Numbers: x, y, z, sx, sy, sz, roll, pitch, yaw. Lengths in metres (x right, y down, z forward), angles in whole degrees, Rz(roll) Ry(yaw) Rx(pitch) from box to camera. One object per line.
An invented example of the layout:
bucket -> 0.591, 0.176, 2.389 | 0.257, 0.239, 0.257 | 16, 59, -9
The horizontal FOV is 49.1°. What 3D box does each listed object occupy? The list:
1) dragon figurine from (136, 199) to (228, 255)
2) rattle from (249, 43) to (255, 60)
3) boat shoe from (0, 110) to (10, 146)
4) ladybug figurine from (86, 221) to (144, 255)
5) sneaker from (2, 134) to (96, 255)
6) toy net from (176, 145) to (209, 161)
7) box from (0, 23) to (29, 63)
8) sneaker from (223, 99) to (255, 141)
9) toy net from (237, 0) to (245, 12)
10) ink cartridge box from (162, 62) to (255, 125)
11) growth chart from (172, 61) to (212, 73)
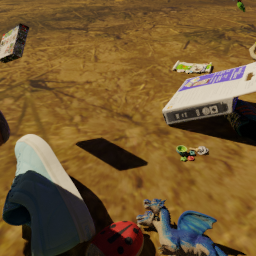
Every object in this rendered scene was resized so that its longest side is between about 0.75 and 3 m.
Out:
dragon figurine -> 1.051, 1.722, 4.414 | 2.050, 0.603, 1.019 | 9, 34, 16
rattle -> 5.964, -3.015, 12.049 | 0.953, 1.046, 1.464 | -35, 55, 4
boat shoe -> -2.949, -0.407, 3.963 | 2.744, 1.039, 0.985 | 29, 54, 8
ladybug figurine -> -0.192, 1.834, 4.432 | 0.743, 0.394, 1.095 | 27, 42, 35
sneaker -> -1.758, 1.058, 5.038 | 1.185, 1.069, 2.891 | -22, 36, -28
toy net -> 1.568, 0.557, 6.613 | 0.819, 0.158, 0.430 | -8, 34, -13
box -> -2.552, -1.828, 6.156 | 0.212, 0.671, 1.220 | 16, -5, -39
sneaker -> 2.998, -0.229, 7.356 | 0.739, 0.660, 1.849 | -15, 37, -29
toy net -> 2.921, -4.229, 7.927 | 1.027, 0.378, 1.958 | 13, 57, -40
ink cartridge box -> 2.508, -1.029, 7.857 | 2.489, 0.540, 2.466 | -11, 23, 35
growth chart -> 2.590, -2.433, 11.240 | 1.549, 0.137, 1.121 | 7, 35, 12
